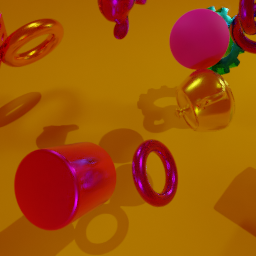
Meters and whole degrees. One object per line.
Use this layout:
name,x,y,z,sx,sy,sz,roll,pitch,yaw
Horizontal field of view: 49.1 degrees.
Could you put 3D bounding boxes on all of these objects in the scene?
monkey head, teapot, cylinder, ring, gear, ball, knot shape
monkey head,-0.059,-2.396,5.077,1.028,1.429,0.861,-6,29,-13
teapot,1.282,-0.425,5.086,0.920,1.879,1.168,-24,89,-4
cylinder,-0.973,0.873,4.578,1.202,1.202,1.202,1,93,24
ring,0.486,0.758,4.791,0.232,1.158,1.158,-18,42,39
gear,2.231,-2.188,7.131,1.668,0.309,1.668,-1,92,-22
ring,-2.327,-2.057,6.863,1.701,1.701,0.340,-34,92,-22
ball,1.371,-1.703,5.432,1.127,1.127,1.127,0,54,0
knot shape,3.005,-2.399,6.167,1.860,1.740,0.859,-6,58,-15

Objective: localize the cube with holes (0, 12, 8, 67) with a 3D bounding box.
cube with holes,-3.689,-1.892,6.341,1.379,1.379,1.379,15,78,-14
